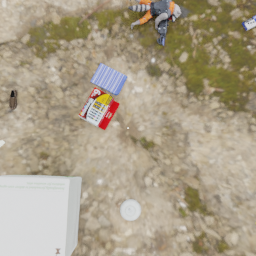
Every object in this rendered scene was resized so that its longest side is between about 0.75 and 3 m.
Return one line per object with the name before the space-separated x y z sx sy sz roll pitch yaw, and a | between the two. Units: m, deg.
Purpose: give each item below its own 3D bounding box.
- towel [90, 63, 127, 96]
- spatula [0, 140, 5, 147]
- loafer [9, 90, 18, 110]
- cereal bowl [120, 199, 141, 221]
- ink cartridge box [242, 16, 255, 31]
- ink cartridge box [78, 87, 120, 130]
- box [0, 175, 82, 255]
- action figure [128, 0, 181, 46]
towel | -0.801 -2.063 11.842 1.336 0.159 0.967 27 83 4
spatula | -5.743 0.693 11.527 1.150 0.092 0.800 -42 90 -4
loafer | -4.813 -1.197 11.648 0.319 0.310 0.874 -1 82 0
cereal bowl | 0.100 3.251 11.044 0.848 0.353 0.848 0 83 0
ink cartridge box | 5.429 -4.599 12.161 0.830 0.183 0.390 -28 84 -4
ink cartridge box | -1.147 -0.775 11.460 1.195 0.571 1.361 28 83 3
box | -3.247 3.080 10.035 2.749 2.366 2.762 2 83 0
action figure | 1.149 -4.654 11.720 2.159 1.168 2.232 -2 83 8
